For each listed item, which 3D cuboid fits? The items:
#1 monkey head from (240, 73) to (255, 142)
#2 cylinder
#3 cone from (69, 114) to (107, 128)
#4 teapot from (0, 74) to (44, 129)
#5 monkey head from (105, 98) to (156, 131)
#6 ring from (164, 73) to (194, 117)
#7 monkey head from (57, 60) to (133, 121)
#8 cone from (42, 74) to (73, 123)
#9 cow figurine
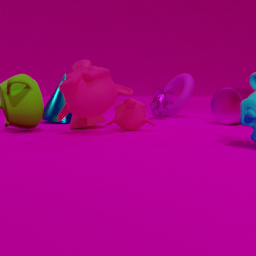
[{"bbox_3d":[2.330,-0.246,4.348,0.863,1.432,1.030,-29,-6,-32],"label":"monkey head"},{"bbox_3d":[3.120,-0.643,8.100,1.047,1.047,1.047,-5,9,-38],"label":"cylinder"},{"bbox_3d":[-1.133,-0.591,7.283,0.994,0.997,0.994,-10,10,2],"label":"cone"},{"bbox_3d":[-2.569,-0.536,6.485,0.997,1.266,2.036,-14,-21,-28],"label":"teapot"},{"bbox_3d":[0.054,-0.310,6.547,1.196,0.721,0.860,0,-6,2],"label":"monkey head"},{"bbox_3d":[1.815,-1.266,10.762,0.371,1.856,1.856,29,-5,-22],"label":"ring"},{"bbox_3d":[-0.827,-0.831,5.928,1.727,1.041,1.243,-20,37,0],"label":"monkey head"},{"bbox_3d":[-1.985,-0.965,8.630,1.394,1.400,1.394,7,10,-1],"label":"cone"},{"bbox_3d":[1.223,-0.885,10.103,0.745,1.358,1.336,18,-21,15],"label":"cow figurine"}]
